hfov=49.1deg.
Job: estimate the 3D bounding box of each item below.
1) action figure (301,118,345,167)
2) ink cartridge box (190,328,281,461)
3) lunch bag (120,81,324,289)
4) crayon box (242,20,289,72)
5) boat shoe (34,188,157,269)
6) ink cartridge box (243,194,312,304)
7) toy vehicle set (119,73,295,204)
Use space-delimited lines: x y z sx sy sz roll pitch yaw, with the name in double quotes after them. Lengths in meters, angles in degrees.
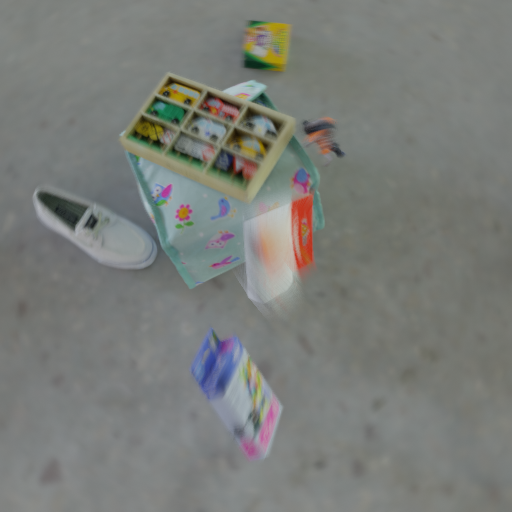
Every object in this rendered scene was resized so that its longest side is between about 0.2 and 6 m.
1.007 -1.615 7.786 0.789 0.413 0.763 30 52 -21 "action figure"
-0.247 1.912 7.930 0.356 1.013 1.698 -23 110 26 "ink cartridge box"
-0.647 -1.447 9.087 2.581 1.848 3.030 -24 63 -2 "lunch bag"
0.191 -4.015 10.698 0.801 0.271 0.928 6 72 2 "crayon box"
-2.738 -0.446 9.305 2.233 0.745 0.821 21 73 7 "boat shoe"
0.416 -0.109 7.381 1.341 1.088 0.336 -24 32 -38 "ink cartridge box"
-0.709 -1.738 8.061 2.167 0.287 1.347 24 73 17 "toy vehicle set"
